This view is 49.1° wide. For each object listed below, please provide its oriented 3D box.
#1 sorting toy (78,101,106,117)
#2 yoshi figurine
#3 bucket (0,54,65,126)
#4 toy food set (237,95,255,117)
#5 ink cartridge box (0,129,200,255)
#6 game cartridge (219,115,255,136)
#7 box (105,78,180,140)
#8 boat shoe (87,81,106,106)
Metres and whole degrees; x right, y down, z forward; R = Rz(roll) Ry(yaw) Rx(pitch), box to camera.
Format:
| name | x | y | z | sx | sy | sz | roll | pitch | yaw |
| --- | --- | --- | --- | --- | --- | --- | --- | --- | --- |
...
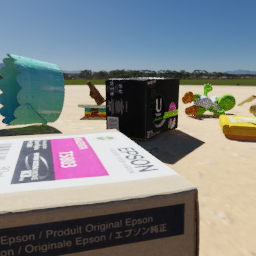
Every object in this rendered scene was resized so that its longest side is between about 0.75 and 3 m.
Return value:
| name | x | y | z | sx | sy | sz | roll | pitch | yaw |
| --- | --- | --- | --- | --- | --- | --- | --- | --- | --- |
| sorting toy | -1.254 | -0.858 | 12.578 | 1.611 | 0.561 | 1.601 | 1 | 10 | 6 |
| yoshi figurine | 3.796 | -1.158 | 12.569 | 2.492 | 1.400 | 1.395 | -2 | 27 | -24 |
| bucket | -3.327 | -1.212 | 9.562 | 1.614 | 2.480 | 2.480 | 1 | 8 | -37 |
| toy food set | 4.555 | -0.540 | 8.662 | 2.041 | 0.321 | 1.297 | 10 | -14 | -5 |
| ink cartridge box | -0.810 | 0.740 | 3.134 | 2.160 | 0.985 | 2.622 | -5 | 11 | -17 |
| game cartridge | 4.028 | -0.088 | 8.888 | 2.084 | 0.383 | 2.364 | 3 | 8 | 14 |
| box | 0.519 | -0.699 | 8.714 | 1.425 | 1.702 | 2.292 | 7 | 13 | 32 |
| boat shoe | -0.914 | -0.921 | 7.679 | 0.293 | 0.863 | 0.311 | -38 | 43 | -1 |
